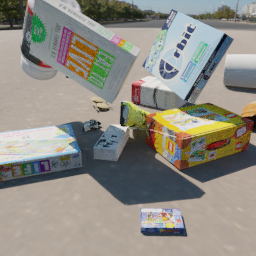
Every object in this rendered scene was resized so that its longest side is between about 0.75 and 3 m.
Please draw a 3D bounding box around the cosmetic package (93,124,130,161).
[{"bbox_3d":[-0.447,0.388,8.421,0.683,0.419,1.654,6,25,11],"label":"cosmetic package"}]

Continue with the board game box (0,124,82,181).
[{"bbox_3d":[-2.881,0.642,7.763,2.881,0.493,1.937,-8,26,-17],"label":"board game box"}]

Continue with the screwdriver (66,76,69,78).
[{"bbox_3d":[-3.059,-3.142,16.539,1.413,0.206,0.197,-18,30,-41],"label":"screwdriver"}]

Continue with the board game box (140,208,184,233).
[{"bbox_3d":[0.656,1.831,5.568,0.829,0.143,0.561,1,24,2],"label":"board game box"}]

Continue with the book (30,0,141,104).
[{"bbox_3d":[-1.199,-2.040,7.344,2.736,1.828,0.658,30,52,-1],"label":"book"}]

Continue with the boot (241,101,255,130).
[{"bbox_3d":[5.112,-0.374,9.695,2.271,0.837,1.757,5,23,35],"label":"boot"}]

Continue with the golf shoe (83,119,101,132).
[{"bbox_3d":[-1.237,-0.094,9.603,0.397,0.327,0.840,11,28,23],"label":"golf shoe"}]

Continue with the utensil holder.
[{"bbox_3d":[5.952,-2.878,14.133,1.991,1.692,1.692,8,26,22],"label":"utensil holder"}]

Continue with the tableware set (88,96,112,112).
[{"bbox_3d":[-1.189,-0.988,11.707,0.761,0.231,1.152,1,27,-27],"label":"tableware set"}]

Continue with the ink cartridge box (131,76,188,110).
[{"bbox_3d":[1.413,-1.524,12.058,2.106,0.882,1.519,15,28,30],"label":"ink cartridge box"}]

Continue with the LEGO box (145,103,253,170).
[{"bbox_3d":[2.045,0.114,8.341,2.503,0.966,1.864,-12,27,-24],"label":"LEGO box"}]

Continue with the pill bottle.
[{"bbox_3d":[-2.621,-2.894,9.093,1.561,2.741,1.561,14,54,-20],"label":"pill bottle"}]

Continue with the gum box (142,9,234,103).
[{"bbox_3d":[1.728,-2.329,8.856,0.557,2.126,2.502,10,28,-39],"label":"gum box"}]

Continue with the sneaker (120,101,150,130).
[{"bbox_3d":[0.309,-0.372,8.730,0.833,0.822,2.180,3,-2,17],"label":"sneaker"}]
